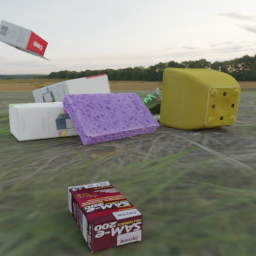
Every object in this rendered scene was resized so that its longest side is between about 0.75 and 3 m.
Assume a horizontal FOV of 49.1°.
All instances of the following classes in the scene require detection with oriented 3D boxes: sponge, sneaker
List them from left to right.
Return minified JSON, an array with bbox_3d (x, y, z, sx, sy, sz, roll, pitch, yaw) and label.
[{"bbox_3d":[-0.385,-0.336,7.274,2.417,0.361,1.349,-9,55,-43],"label":"sponge"},{"bbox_3d":[0.841,-0.859,10.240,2.707,1.200,1.041,-2,10,-14],"label":"sneaker"}]

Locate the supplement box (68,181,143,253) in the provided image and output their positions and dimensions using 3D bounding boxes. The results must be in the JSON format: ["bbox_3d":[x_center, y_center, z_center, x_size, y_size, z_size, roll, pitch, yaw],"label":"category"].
[{"bbox_3d":[-0.265,0.833,2.805,0.491,0.275,0.903,-4,11,-25],"label":"supplement box"}]

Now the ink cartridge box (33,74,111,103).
[{"bbox_3d":[-2.324,-1.358,11.569,2.021,1.172,2.738,-21,12,-40],"label":"ink cartridge box"}]

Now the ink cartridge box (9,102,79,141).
[{"bbox_3d":[-1.861,-0.282,7.804,2.512,0.845,1.471,-5,11,-30],"label":"ink cartridge box"}]

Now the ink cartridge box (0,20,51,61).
[{"bbox_3d":[-2.458,-2.120,6.944,1.018,0.486,1.160,20,5,1],"label":"ink cartridge box"}]

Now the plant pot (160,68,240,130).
[{"bbox_3d":[2.295,-0.820,8.537,1.859,1.847,1.902,-4,16,-23],"label":"plant pot"}]
